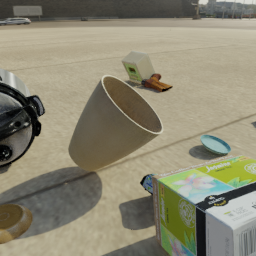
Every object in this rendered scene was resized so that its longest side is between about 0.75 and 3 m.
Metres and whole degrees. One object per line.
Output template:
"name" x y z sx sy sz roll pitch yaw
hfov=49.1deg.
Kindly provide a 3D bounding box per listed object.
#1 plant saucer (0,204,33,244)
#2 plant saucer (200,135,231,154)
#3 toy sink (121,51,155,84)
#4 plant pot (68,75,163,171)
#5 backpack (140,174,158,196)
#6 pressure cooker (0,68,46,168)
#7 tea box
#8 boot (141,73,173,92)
"plant saucer" -2.646 1.965 5.978 1.147 0.203 1.147 0 25 0
"plant saucer" 2.758 0.539 8.880 1.009 0.138 1.009 12 28 -7
"toy sink" 0.654 -3.221 15.837 1.068 1.906 1.242 -46 44 -18
"plant pot" -0.552 0.088 7.275 2.004 2.140 2.004 37 23 -19
"backpack" 0.814 1.383 6.403 0.744 0.701 0.912 28 10 -22
"pressure cooker" -3.914 -0.285 8.026 2.625 2.585 2.939 22 14 -30
"tea box" 1.856 1.555 4.916 2.153 1.439 2.118 -11 13 -24
"boot" 1.757 -2.474 15.124 1.495 0.544 1.588 -21 33 -39
